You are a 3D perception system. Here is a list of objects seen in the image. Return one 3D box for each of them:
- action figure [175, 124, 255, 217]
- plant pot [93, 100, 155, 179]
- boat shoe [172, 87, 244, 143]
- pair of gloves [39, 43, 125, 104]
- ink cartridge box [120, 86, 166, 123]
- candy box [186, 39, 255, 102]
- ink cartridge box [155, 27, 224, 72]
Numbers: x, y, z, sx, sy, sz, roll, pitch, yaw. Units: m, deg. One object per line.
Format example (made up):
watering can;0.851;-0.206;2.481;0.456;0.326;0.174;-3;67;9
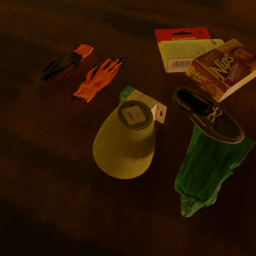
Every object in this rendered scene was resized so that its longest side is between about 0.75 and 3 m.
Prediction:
action figure;1.956;0.990;7.007;1.710;0.792;2.895;25;52;19
plant pot;0.013;0.165;6.865;1.641;1.754;1.641;5;59;-8
boat shoe;1.994;-0.330;7.052;2.092;0.656;0.760;39;93;14
pair of gloves;-1.558;-2.012;9.553;2.702;0.334;2.407;26;60;29
ink cartridge box;0.416;-0.569;8.307;1.358;0.788;0.461;31;57;21
candy box;3.045;-1.844;8.647;2.334;0.659;1.361;-30;68;-34
ink cartridge box;2.343;-3.270;10.683;2.263;0.668;2.828;-4;51;-4
